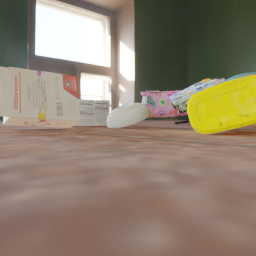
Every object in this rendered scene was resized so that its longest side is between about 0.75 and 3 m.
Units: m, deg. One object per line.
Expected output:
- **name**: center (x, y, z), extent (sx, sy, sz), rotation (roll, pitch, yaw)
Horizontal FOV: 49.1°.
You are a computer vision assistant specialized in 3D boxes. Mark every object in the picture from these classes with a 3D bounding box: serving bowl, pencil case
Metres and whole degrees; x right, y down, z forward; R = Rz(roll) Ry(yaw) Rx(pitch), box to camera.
- **serving bowl**: center (-0.022, -0.391, 7.229), extent (1.184, 0.390, 1.184), rotation (-15, 16, 4)
- **pencil case**: center (1.818, -1.017, 11.198), extent (2.635, 1.152, 1.152), rotation (-3, 2, -1)

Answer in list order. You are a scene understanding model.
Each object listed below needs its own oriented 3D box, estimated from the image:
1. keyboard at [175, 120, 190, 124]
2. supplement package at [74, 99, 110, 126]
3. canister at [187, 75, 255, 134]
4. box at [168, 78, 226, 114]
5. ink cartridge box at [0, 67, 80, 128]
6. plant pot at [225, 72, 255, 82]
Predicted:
- **keyboard**: center (2.357, -0.243, 11.535), extent (0.839, 0.108, 0.504), rotation (-8, -1, 28)
- **supplement package**: center (-1.532, -0.516, 9.389), extent (1.565, 0.868, 1.219), rotation (0, 3, -22)
- **canister**: center (1.836, -0.368, 4.644), extent (1.275, 0.743, 1.716), rotation (-17, -5, 32)
- **box**: center (1.669, -0.834, 6.955), extent (1.191, 0.347, 1.740), rotation (-26, 7, 8)
- **ink cartridge box**: center (-2.195, -0.673, 6.473), extent (2.019, 1.176, 0.681), rotation (3, -15, -33)
- **plant pot**: center (3.161, -0.929, 7.275), extent (0.869, 1.290, 1.290), rotation (-41, -22, 30)
